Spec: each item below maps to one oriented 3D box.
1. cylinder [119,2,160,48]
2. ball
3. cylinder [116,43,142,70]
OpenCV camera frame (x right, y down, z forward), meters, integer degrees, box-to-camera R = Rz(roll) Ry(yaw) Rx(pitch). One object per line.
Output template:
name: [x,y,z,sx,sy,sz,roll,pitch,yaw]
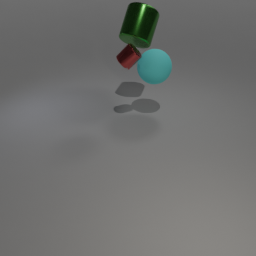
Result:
cylinder: [0.467,-4.283,11.791,1.400,1.400,1.400,17,0,0]
ball: [1.068,-2.472,11.319,1.400,1.400,1.400,0,31,0]
cylinder: [0.040,-2.664,10.448,0.700,0.700,0.700,39,27,-24]
